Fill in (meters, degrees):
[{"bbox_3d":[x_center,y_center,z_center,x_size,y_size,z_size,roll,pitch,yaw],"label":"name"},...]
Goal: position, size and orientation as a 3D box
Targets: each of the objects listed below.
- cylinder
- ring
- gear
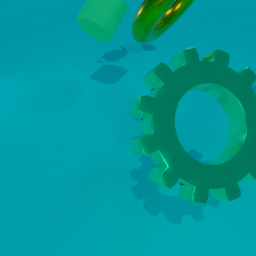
[{"bbox_3d":[-0.679,-2.972,7.326,1.006,1.006,1.006,23,83,27],"label":"cylinder"},{"bbox_3d":[0.785,-2.239,4.877,0.380,1.900,1.900,45,47,1],"label":"ring"},{"bbox_3d":[0.960,-0.034,3.522,1.881,1.881,0.348,-14,-2,-18],"label":"gear"}]
